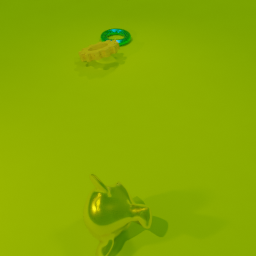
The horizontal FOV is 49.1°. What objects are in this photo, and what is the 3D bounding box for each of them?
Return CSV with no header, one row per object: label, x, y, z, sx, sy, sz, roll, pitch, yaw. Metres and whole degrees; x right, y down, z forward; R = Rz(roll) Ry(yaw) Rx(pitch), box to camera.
monkey head,-0.234,1.579,5.094,0.982,1.629,1.172,-10,11,-42
gear,-1.030,-2.762,9.989,1.443,0.267,1.443,-12,30,7
ring,-0.496,-3.692,11.363,1.266,0.253,1.266,0,44,0
